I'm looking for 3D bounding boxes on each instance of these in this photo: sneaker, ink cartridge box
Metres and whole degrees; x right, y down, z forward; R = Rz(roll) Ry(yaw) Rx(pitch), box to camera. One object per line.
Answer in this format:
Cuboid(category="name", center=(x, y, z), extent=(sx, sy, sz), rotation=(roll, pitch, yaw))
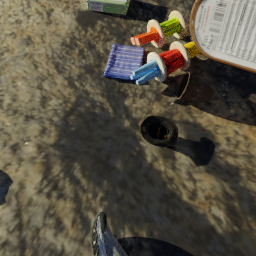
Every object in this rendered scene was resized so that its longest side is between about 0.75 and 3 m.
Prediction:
Cuboid(category="sneaker", center=(-0.236, 2.886, 6.057), extent=(0.876, 0.816, 2.209), rotation=(-13, 63, -19))
Cuboid(category="ink cartridge box", center=(-0.660, -5.771, 11.895), extent=(1.644, 0.542, 2.260), rotation=(9, 59, 6))

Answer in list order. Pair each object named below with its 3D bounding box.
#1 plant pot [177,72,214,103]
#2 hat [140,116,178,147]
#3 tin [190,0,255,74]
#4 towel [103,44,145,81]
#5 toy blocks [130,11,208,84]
Cuboid(category="plant pot", center=(2.137, -1.157, 8.706), extent=(0.941, 0.879, 0.879), rotation=(20, 57, -6))
Cuboid(category="hat", center=(0.854, 0.159, 8.007), extent=(1.099, 0.443, 1.099), rotation=(4, 61, -7))
Cuboid(category="tin", center=(2.408, -1.748, 5.024), extent=(2.737, 1.532, 0.573), rotation=(26, 45, 25))
Cuboid(category="towel", center=(-0.115, -2.320, 9.786), extent=(1.207, 0.199, 1.667), rotation=(9, 57, 5))
Cuboid(category="toy blocks", center=(1.021, -2.691, 9.531), extent=(2.831, 1.028, 2.360), rotation=(-28, 61, -17))
